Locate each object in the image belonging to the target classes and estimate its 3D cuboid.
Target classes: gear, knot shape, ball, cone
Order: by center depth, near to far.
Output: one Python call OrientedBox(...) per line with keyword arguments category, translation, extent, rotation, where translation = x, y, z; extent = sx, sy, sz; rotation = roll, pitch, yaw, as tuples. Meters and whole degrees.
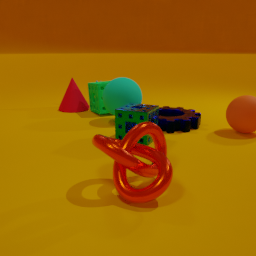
OrientedBox(category="knot shape", translation=(0.046, 0.470, 4.950), extent=(1.467, 0.724, 1.567), rotation=(24, 41, -4))
OrientedBox(category="ball", translation=(3.477, -0.407, 8.268), extent=(1.115, 1.115, 1.115), rotation=(0, 17, 0))
OrientedBox(category="gear", translation=(1.327, -0.323, 9.295), extent=(2.087, 0.386, 2.087), rotation=(0, 17, 0))
OrientedBox(category="ball", translation=(-0.189, -1.030, 9.435), extent=(1.337, 1.337, 1.337), rotation=(0, 17, 0))
OrientedBox(category="cone", translation=(-2.192, -1.403, 11.213), extent=(1.252, 1.257, 1.252), rotation=(0, 22, 0))

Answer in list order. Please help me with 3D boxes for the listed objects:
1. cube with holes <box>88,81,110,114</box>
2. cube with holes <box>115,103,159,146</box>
OrientedBox(category="cube with holes", translation=(-0.805, -1.213, 10.754), extent=(1.104, 1.104, 1.104), rotation=(-10, 14, -25))
OrientedBox(category="cube with holes", translation=(0.259, -0.122, 7.679), extent=(0.919, 0.919, 0.919), rotation=(7, 18, 23))
